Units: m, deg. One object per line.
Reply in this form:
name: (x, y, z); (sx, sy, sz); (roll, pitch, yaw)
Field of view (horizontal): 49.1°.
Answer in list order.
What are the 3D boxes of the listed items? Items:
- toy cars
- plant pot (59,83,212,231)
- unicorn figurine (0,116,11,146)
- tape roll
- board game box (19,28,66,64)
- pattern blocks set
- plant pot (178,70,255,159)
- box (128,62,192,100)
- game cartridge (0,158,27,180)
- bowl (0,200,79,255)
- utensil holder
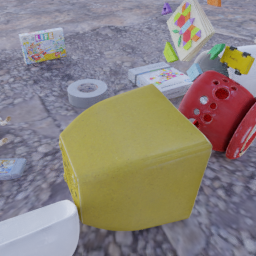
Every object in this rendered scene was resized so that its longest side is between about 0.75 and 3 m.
toy cars: (2.946, -1.726, 6.296); (0.460, 0.930, 2.076); (3, -11, -23)
plant pot: (-0.093, 0.703, 5.427); (2.177, 2.114, 2.128); (-15, 42, -21)
unicorn figurine: (-3.671, 0.072, 7.452); (1.349, 0.726, 1.965); (-21, 37, 31)
tape roll: (-1.381, -1.200, 9.672); (1.362, 0.450, 1.362); (0, 36, 0)
board game box: (-3.732, -3.643, 12.411); (1.861, 1.251, 0.319); (-20, 40, -25)
pattern blocks set: (1.670, -2.787, 7.776); (0.222, 2.405, 2.736); (-5, 54, -30)
plant pot: (2.434, -0.260, 7.194); (1.757, 1.930, 1.930); (35, 47, 26)
box: (1.243, -1.791, 10.519); (1.682, 0.444, 2.157); (-17, 40, -23)
game cartridge: (-3.021, 1.002, 6.833); (0.939, 0.195, 0.625); (-1, 31, -1)
bowl: (-1.723, 1.892, 4.451); (2.020, 0.755, 2.023); (-17, -3, -18)
utensil holder: (3.579, -1.749, 9.304); (2.203, 1.872, 1.872); (-13, 37, -22)
